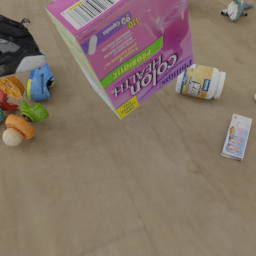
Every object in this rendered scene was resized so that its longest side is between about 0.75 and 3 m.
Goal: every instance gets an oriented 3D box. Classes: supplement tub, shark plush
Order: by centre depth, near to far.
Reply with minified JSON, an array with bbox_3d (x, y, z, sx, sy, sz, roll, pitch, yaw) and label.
[{"bbox_3d":[2.457,-1.587,9.545,1.467,1.062,1.062,14,51,12],"label":"supplement tub"},{"bbox_3d":[5.324,-5.597,13.414,2.114,0.960,0.881,-25,73,-44],"label":"shark plush"}]

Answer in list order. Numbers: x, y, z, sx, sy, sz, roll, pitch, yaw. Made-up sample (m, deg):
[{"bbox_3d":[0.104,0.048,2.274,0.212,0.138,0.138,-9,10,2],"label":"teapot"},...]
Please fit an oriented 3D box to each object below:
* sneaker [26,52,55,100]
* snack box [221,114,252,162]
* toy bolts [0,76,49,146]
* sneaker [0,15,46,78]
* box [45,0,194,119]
[{"bbox_3d":[-3.027,-1.874,10.046,0.894,0.752,2.281,1,51,-9],"label":"sneaker"},{"bbox_3d":[3.341,0.251,8.569,0.597,0.202,1.661,20,53,16],"label":"snack box"},{"bbox_3d":[-3.809,-0.517,8.314,2.071,1.978,1.437,11,55,32],"label":"toy bolts"},{"bbox_3d":[-2.790,-1.546,5.544,2.098,1.194,0.792,-23,18,-29],"label":"sneaker"},{"bbox_3d":[0.050,-2.073,6.566,2.555,2.905,1.404,-37,58,-6],"label":"box"}]
